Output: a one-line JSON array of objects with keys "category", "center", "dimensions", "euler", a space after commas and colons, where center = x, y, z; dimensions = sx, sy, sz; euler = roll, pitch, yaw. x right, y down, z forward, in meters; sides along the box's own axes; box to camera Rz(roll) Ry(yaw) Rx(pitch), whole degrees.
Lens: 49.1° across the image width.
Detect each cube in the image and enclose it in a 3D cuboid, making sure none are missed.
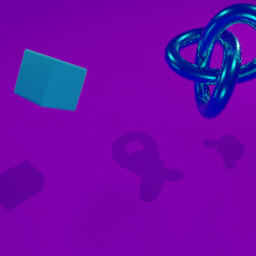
[{"category": "cube", "center": [-1.328, -0.805, 4.830], "dimensions": [0.777, 0.777, 0.777], "euler": [24, 10, 31]}]

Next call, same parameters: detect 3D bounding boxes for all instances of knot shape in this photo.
[{"category": "knot shape", "center": [1.540, -1.331, 5.230], "dimensions": [0.940, 2.034, 1.903], "euler": [9, 28, -45]}]
